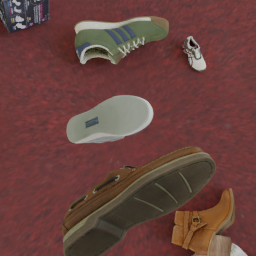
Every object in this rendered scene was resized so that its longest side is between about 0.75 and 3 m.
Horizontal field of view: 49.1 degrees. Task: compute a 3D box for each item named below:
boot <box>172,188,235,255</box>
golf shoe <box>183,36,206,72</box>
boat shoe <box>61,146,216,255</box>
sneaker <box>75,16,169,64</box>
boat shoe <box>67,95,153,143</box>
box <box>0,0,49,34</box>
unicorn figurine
[{"bbox_3d":[1.818,2.120,6.700,1.334,0.635,1.724,3,47,26],"label":"boot"},{"bbox_3d":[1.847,-2.037,7.758,0.399,0.455,1.032,-27,79,-7],"label":"golf shoe"},{"bbox_3d":[0.008,0.909,4.060,2.490,0.896,0.846,-33,38,9],"label":"boat shoe"},{"bbox_3d":[-0.194,-2.253,7.610,2.591,0.869,1.163,-1,76,6],"label":"sneaker"},{"bbox_3d":[-0.242,-0.098,4.455,1.699,0.605,0.593,-14,79,37],"label":"boat shoe"},{"bbox_3d":[-3.175,-4.013,7.475,1.291,1.487,2.251,-29,85,-20],"label":"box"},{"bbox_3d":[2.682,3.342,6.163,2.521,0.931,1.732,42,63,16],"label":"unicorn figurine"}]
